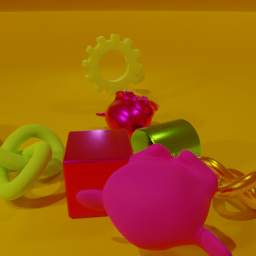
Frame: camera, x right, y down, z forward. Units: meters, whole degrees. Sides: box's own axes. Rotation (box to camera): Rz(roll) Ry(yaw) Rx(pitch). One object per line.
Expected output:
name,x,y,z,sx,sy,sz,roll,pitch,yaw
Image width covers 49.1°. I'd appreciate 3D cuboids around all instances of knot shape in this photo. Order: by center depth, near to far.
knot shape,1.738,0.938,4.666,1.211,0.598,1.294,22,-8,-26
knot shape,-2.141,0.547,5.221,1.717,0.848,1.835,3,20,3

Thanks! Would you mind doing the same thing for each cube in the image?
cube,-0.475,0.728,4.764,1.069,1.069,1.069,-3,25,-6

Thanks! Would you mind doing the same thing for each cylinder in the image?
cylinder,0.724,0.399,5.499,1.009,1.009,1.009,-14,28,-28

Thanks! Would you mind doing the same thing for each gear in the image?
gear,-0.426,-1.775,7.963,1.669,1.669,0.309,-7,21,-15

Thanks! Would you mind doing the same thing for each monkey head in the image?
monkey head,0.384,0.935,3.279,1.883,1.354,1.135,11,48,33
monkey head,0.147,-0.273,7.024,1.917,1.155,1.379,30,15,29

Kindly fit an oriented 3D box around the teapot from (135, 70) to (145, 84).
teapot,0.265,-1.885,10.212,0.518,0.658,1.059,-43,5,-14
